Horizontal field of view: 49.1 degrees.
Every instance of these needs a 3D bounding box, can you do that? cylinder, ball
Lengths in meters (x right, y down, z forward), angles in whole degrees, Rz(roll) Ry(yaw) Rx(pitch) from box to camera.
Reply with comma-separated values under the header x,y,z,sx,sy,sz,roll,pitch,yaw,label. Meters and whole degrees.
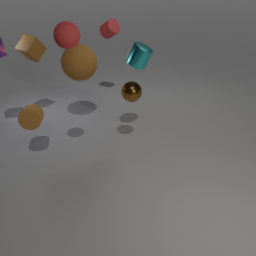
x,y,z,sx,sy,sz,roll,pitch,yaw,label
-3.113,-0.361,9.026,0.700,0.700,0.700,-4,19,-8,cylinder
-0.832,-4.557,12.869,0.700,0.700,0.700,-26,10,-39,cylinder
0.390,-2.406,9.373,0.700,0.700,0.700,20,31,-13,cylinder
-1.595,-2.421,7.319,0.700,0.700,0.700,0,29,0,ball
0.123,-1.219,9.428,0.700,0.700,0.700,0,29,0,ball
-1.882,-2.530,10.860,1.400,1.400,1.400,0,29,0,ball

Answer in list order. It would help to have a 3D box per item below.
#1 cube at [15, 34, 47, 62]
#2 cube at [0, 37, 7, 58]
x,y,z,sx,sy,sz,roll,pitch,yaw,label
-3.745,-3.087,10.831,0.700,0.700,0.700,23,78,27,cube
-4.741,-2.790,9.627,0.700,0.700,0.700,-20,-1,1,cube
